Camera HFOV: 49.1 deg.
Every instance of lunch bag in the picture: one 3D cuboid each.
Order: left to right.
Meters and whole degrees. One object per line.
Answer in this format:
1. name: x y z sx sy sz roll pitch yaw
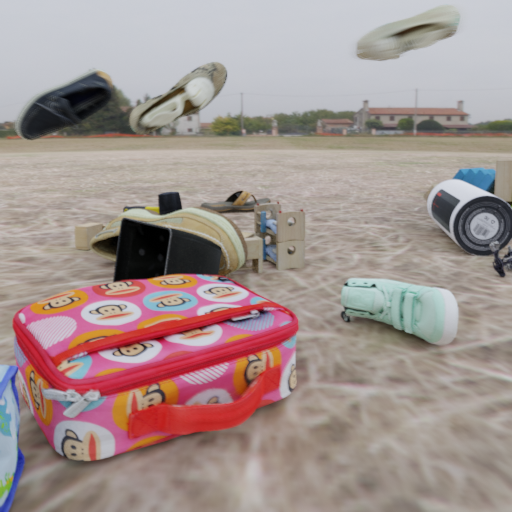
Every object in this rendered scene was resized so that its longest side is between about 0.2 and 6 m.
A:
1. lunch bag: -2.238 1.333 3.413 1.361 1.020 1.601 -4 5 -15
2. lunch bag: -0.852 0.960 5.219 2.428 0.995 2.139 -10 22 -34

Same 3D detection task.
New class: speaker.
1. speaker: 4.594 -0.918 12.222 1.227 1.227 3.021 2 14 7

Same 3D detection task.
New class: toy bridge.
1. toy bridge: -1.825 -0.369 11.434 3.817 0.519 1.283 4 12 18

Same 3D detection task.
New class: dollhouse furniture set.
1. dollhouse furniture set: -0.033 -0.341 10.133 1.529 1.071 1.078 -6 15 -24

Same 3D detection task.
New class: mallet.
1. mallet: -2.762 -1.303 14.459 0.568 0.910 2.762 -13 18 -38

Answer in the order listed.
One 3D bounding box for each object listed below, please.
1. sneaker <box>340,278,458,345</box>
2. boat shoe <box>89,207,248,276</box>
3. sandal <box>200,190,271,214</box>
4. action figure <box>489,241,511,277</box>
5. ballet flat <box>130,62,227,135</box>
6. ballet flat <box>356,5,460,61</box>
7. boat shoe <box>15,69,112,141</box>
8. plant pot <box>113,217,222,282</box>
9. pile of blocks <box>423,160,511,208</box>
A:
1. sneaker: 1.632 0.660 6.837 1.079 0.673 1.829 3 3 -10
2. boat shoe: -1.624 -0.072 9.415 3.366 1.206 1.282 3 26 46
3. sandal: -0.578 -1.608 16.339 2.184 0.596 0.892 -5 14 -18
4. action figure: 4.468 0.010 9.833 0.658 0.565 1.107 -5 12 28
5. ballet flat: -1.374 -2.772 10.179 2.046 0.694 0.770 -28 33 6
6. ballet flat: 2.332 -3.437 8.867 1.719 0.536 0.580 -14 -34 35
7. boat shoe: -3.972 -3.063 11.605 2.263 0.844 0.704 -29 51 0
8. plant pot: -1.206 0.191 7.969 1.104 1.244 1.241 5 6 -44
9. pile of blocks: 6.088 -1.516 13.626 1.301 1.719 4.187 -8 15 -29
